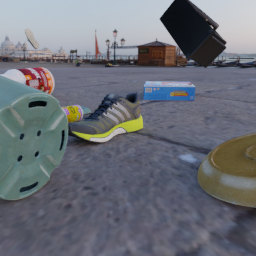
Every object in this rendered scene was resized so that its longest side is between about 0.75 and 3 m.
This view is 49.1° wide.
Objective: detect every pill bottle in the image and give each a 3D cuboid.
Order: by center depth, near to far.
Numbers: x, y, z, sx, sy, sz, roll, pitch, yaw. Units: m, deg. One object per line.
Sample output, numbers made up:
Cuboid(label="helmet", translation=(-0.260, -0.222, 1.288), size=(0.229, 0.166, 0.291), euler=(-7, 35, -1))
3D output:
Cuboid(label="pill bottle", translation=(-2.038, -0.428, 9.256), size=(0.553, 0.553, 1.061), euler=(12, 19, 37))
Cuboid(label="pill bottle", translation=(-5.045, -2.106, 13.647), size=(1.548, 1.548, 2.740), euler=(7, 18, 26))

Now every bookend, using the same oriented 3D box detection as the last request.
Cuboid(label="bookend", translation=(2.500, -2.899, 9.170), size=(2.284, 1.059, 2.298), euler=(17, 39, -39))

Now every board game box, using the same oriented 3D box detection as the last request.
Cuboid(label="board game box", translation=(2.136, -1.997, 14.852), size=(2.551, 0.713, 2.498), euler=(2, 14, 6))

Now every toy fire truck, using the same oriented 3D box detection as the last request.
Cuboid(label="toy fire truck", translation=(-4.190, -1.723, 12.950), size=(0.773, 1.157, 1.378), euler=(4, 15, 16))

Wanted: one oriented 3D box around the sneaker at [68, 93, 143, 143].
Cuboid(label="sneaker", translation=(-0.616, -0.361, 7.817), size=(1.054, 1.154, 2.852), euler=(11, 18, 35))

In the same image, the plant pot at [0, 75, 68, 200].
Cuboid(label="plant pot", translation=(-2.431, 0.005, 4.744), size=(2.279, 2.327, 2.327), euler=(15, 20, 25))

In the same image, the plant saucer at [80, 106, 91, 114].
Cuboid(label="plant saucer", translation=(-2.544, -0.544, 10.384), size=(0.842, 0.229, 2.409), euler=(14, 19, 42))

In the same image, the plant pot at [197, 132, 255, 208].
Cuboid(label="plant pot", translation=(2.480, 0.518, 4.808), size=(2.626, 0.361, 2.626), euler=(-15, 13, 4))

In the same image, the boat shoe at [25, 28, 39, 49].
Cuboid(label="boat shoe", translation=(-3.444, -3.171, 9.985), size=(0.233, 0.755, 0.283), euler=(2, 43, 49))
